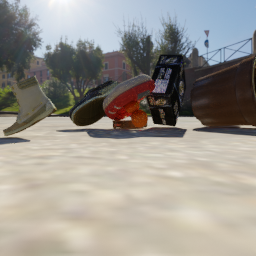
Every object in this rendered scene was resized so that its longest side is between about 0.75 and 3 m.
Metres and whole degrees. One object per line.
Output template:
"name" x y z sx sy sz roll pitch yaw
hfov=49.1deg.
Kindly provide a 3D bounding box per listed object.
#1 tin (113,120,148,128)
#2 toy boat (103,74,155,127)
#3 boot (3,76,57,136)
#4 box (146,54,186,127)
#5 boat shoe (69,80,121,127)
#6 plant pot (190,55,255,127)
"tin" 0.079 -0.120 8.012 0.696 0.260 1.242 -5 0 37
"toy boat" 0.116 -0.544 7.303 1.151 1.153 1.763 -27 -2 -24
"boot" -1.800 -0.360 4.709 0.961 0.743 0.346 -31 10 -5
"box" 1.240 -1.176 8.732 0.754 1.751 1.434 7 -35 22
"boat shoe" -0.918 -0.800 8.248 0.758 0.824 2.307 29 45 27
"plant pot" 3.158 -0.951 8.304 2.130 2.130 2.109 -2 -3 -42
